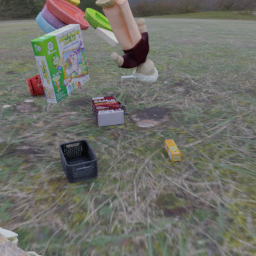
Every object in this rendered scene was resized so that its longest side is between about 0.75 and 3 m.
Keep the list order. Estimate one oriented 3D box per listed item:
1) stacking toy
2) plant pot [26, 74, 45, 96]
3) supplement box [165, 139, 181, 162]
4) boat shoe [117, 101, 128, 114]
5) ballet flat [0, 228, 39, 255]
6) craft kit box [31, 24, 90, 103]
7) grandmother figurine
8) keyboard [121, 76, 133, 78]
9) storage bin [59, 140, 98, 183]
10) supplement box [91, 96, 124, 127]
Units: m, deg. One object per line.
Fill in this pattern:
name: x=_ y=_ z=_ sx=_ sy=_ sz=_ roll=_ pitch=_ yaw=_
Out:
stacking toy: x=-1.786 y=-3.442 z=9.564 sx=2.658 sy=1.240 sz=2.937 roll=26 pitch=29 yaw=-25
plant pot: x=-4.090 y=-1.921 z=12.664 sx=0.832 sy=0.914 sz=0.914 roll=-18 pitch=31 yaw=-16
supplement box: x=1.300 y=0.650 z=8.197 sx=0.273 sy=0.282 sz=0.820 roll=-6 pitch=30 yaw=-7
boat shoe: x=-0.259 y=-0.820 z=11.083 sx=0.303 sy=0.304 sz=0.839 roll=-16 pitch=31 yaw=-28
ballet flat: x=-2.069 y=2.217 z=4.651 sx=2.692 sy=0.916 sz=0.905 roll=22 pitch=13 yaw=28
craft kit box: x=-1.595 y=-1.624 z=6.962 sx=0.373 sy=1.519 sz=1.539 roll=7 pitch=35 yaw=25
grandmother figurine: x=0.103 y=-2.019 z=6.699 sx=1.467 sy=2.418 sz=0.732 roll=-47 pitch=41 yaw=-18
keyboard: x=0.118 y=-2.821 z=15.371 sx=0.956 sy=0.051 sz=0.269 roll=-7 pitch=23 yaw=-15
storage bin: x=-1.332 y=0.858 z=7.482 sx=0.795 sy=0.552 sz=1.176 roll=-10 pitch=29 yaw=-20
supplement box: x=-0.801 y=-0.673 z=10.552 sx=0.928 sy=0.519 sz=1.705 roll=-7 pitch=26 yaw=-14
